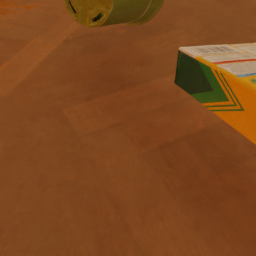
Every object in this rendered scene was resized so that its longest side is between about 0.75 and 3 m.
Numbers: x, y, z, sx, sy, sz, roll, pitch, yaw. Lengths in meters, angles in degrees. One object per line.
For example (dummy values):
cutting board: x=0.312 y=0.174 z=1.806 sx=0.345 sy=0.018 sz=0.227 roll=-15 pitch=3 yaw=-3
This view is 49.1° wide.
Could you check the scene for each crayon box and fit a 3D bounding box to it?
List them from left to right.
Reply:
crayon box: x=2.285 y=-0.604 z=4.494 sx=1.873 sy=0.768 sz=2.979 roll=-9 pitch=32 yaw=-18

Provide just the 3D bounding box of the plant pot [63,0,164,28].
plant pot: x=-0.493 y=-3.617 z=7.284 sx=2.355 sy=2.355 sz=2.237 roll=22 pitch=40 yaw=20
